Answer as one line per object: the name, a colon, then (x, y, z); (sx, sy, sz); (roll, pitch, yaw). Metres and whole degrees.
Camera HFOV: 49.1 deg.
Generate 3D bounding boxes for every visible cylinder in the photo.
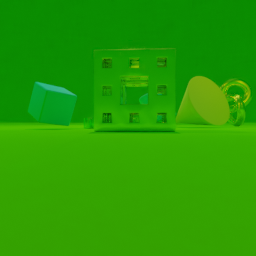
cylinder: (1.149, -0.810, 10.872); (1.131, 1.131, 1.131); (-21, -5, -2)

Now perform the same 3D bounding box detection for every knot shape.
knot shape: (3.592, -0.859, 10.134); (0.784, 1.698, 1.589); (21, -22, -35)

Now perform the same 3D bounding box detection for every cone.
cone: (2.016, -0.507, 8.965); (1.658, 1.658, 1.665); (-1, -23, -33)

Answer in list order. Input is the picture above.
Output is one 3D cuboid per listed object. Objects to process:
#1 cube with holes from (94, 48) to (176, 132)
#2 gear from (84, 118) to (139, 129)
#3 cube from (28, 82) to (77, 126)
cube with holes: (0.150, -0.642, 5.357); (1.376, 1.376, 1.376); (0, 1, 4)
gear: (-0.424, -0.131, 7.535); (1.498, 0.277, 1.498); (0, 1, 0)
cube: (-1.852, -0.581, 6.836); (0.795, 0.795, 0.795); (8, 16, -41)
